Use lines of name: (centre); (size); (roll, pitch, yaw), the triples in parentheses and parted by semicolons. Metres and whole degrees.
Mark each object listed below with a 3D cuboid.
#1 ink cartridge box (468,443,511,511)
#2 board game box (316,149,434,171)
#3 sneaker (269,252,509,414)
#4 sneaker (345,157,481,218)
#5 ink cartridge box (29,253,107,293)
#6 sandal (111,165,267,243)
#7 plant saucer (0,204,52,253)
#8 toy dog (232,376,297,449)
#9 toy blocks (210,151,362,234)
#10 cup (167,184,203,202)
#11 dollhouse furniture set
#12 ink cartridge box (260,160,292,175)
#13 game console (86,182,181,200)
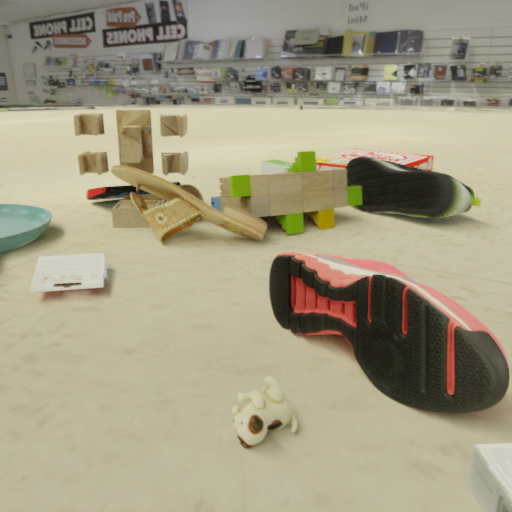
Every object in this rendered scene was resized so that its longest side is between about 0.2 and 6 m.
ink cartridge box: (2.124, 1.485, 3.383); (1.399, 0.352, 0.762); (0, 18, -4)
board game box: (2.594, -1.970, 13.271); (2.235, 0.683, 2.950); (13, 22, 34)
sneaker: (1.308, 0.460, 5.374); (1.231, 1.046, 2.839); (-10, 20, -30)
sneaker: (2.915, -1.216, 10.812); (1.205, 1.043, 2.909); (2, 16, -36)
ink cartridge box: (-2.393, 0.291, 7.244); (0.883, 0.273, 1.089); (-4, 26, -13)
sandal: (-1.232, -0.574, 8.921); (2.707, 0.890, 0.993); (21, -10, 2)
plant saucer: (-4.651, -0.399, 9.081); (2.575, 0.353, 2.575); (0, 19, 0)
toy dog: (0.025, 1.241, 4.245); (0.484, 0.348, 0.499); (47, 34, 15)
toy blocks: (0.273, -1.141, 10.206); (2.721, 1.359, 1.860); (-9, 9, -33)
cup: (-1.245, -0.932, 10.390); (0.679, 0.679, 0.486); (5, -9, 15)
dollhouse furniture set: (-2.146, -1.639, 10.199); (1.835, 1.997, 1.300); (-1, 18, -2)
ink cartridge box: (0.674, -1.604, 12.068); (0.430, 0.753, 1.451); (-13, 22, -33)
game console: (-2.545, -1.330, 11.529); (1.647, 0.256, 1.457); (-9, 9, -32)
